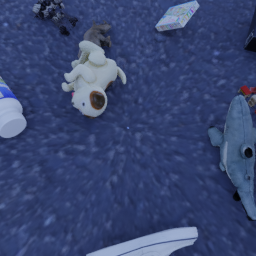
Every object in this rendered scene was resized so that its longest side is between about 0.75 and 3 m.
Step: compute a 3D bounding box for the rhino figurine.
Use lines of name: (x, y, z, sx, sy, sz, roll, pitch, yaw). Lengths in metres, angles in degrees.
rhino figurine: (-0.898, -2.500, 8.020, 0.800, 0.547, 1.830, 9, 61, 4)

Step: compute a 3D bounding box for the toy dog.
toy dog: (-0.897, -1.035, 7.064, 1.582, 1.138, 1.632, 22, 58, -25)

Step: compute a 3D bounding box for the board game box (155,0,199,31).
board game box: (1.381, -3.192, 8.030, 0.796, 0.203, 1.185, -53, 30, -7)

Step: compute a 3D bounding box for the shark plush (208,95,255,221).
shark plush: (2.349, 0.615, 6.082, 1.175, 1.077, 2.585, 13, 63, 7)

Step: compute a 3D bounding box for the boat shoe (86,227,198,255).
boat shoe: (0.322, 2.453, 5.314, 2.199, 0.791, 0.722, -14, 69, -6)

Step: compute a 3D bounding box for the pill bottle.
pill bottle: (-3.156, -0.555, 6.801, 0.903, 0.903, 1.612, -36, 69, -17)

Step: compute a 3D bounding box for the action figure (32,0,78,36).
action figure: (-2.288, -3.554, 8.408, 1.682, 0.858, 1.000, 42, 80, 17)

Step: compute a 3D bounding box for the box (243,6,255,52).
box: (4.214, -2.838, 7.747, 1.464, 0.902, 1.453, 16, 84, 8)

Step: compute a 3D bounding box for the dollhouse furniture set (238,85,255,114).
dollhouse furniture set: (3.400, -0.766, 7.178, 0.551, 0.416, 1.023, -23, 65, -12)
